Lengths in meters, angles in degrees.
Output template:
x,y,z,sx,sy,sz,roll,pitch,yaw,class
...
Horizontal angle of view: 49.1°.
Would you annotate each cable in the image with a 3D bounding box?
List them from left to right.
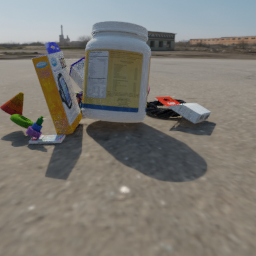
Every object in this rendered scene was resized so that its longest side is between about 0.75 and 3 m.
x,y,z,sx,sy,sz,roll,pitch,yaw,class
1.351,-0.831,10.560,1.601,0.498,1.962,0,19,-7,cable

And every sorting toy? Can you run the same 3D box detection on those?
x,y,z,sx,sy,sz,roll,pitch,yaw,class
-2.919,-0.467,7.999,2.090,0.720,0.725,34,5,41,sorting toy

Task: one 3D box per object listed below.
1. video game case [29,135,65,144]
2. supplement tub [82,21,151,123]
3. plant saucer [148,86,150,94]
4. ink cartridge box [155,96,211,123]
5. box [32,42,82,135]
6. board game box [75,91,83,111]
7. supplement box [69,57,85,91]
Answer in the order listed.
x,y,z,sx,sy,sz,roll,pitch,yaw,class
-2.186,0.298,7.619,0.842,0.073,0.602,-1,14,-1,video game case
-0.351,-1.673,8.849,2.065,2.854,2.065,5,5,0,supplement tub
0.151,-1.373,11.634,1.609,0.408,1.609,-14,40,12,plant saucer
1.849,-0.759,9.295,1.600,0.378,1.280,37,24,22,ink cartridge box
-2.053,-1.203,8.258,0.527,2.542,1.513,-14,17,7,box
-1.755,-1.070,10.912,0.251,0.731,0.884,20,23,24,board game box
-1.570,-2.002,11.802,0.877,1.734,0.896,-39,-5,-25,supplement box
